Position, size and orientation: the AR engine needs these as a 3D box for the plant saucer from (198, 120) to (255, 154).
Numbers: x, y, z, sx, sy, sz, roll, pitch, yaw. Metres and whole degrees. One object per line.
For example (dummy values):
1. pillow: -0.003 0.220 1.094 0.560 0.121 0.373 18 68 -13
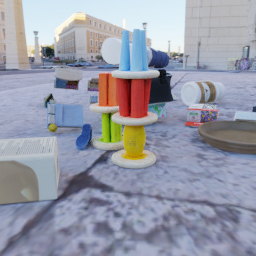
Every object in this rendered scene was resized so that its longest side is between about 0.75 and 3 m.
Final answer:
1. plant saucer: 3.256 0.227 7.883 2.535 0.373 2.535 -1 15 0

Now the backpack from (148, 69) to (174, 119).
1. backpack: 0.144 -1.197 10.100 2.306 1.956 2.598 -10 18 -29

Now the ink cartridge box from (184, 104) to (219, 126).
1. ink cartridge box: 2.743 -0.491 10.292 1.094 0.506 2.008 5 15 19

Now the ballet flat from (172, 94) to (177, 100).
1. ballet flat: 2.215 -1.650 14.962 1.205 0.432 0.432 -11 18 -39

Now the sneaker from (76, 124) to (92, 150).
1. sneaker: -1.172 0.320 7.666 0.359 0.398 1.022 3 36 7

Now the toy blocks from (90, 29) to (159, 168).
1. toy blocks: -0.169 -0.789 6.746 1.056 2.907 2.423 -7 17 -26

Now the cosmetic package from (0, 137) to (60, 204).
1. cosmetic package: -2.440 0.750 4.964 2.332 0.829 1.227 -3 15 -10

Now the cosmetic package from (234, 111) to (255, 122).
1. cosmetic package: 3.957 -0.291 9.270 0.810 0.277 1.074 3 -9 17

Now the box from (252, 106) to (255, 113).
1. box: 5.549 -0.607 10.907 0.777 0.434 1.101 -8 17 -38

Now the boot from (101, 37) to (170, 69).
1. boot: 0.172 -2.365 9.188 1.101 0.887 2.438 1 21 -40

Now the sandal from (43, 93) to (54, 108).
1. sandal: -3.823 -1.291 13.341 0.417 0.580 1.460 -13 14 6

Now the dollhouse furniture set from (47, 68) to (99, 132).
1. dollhouse furniture set: -1.586 -0.729 8.512 1.663 1.762 1.149 3 -9 -16

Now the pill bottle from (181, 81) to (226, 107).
1. pill bottle: 3.694 -1.697 13.576 2.062 1.179 1.179 -9 17 -31
